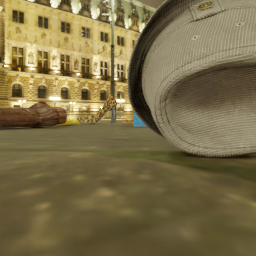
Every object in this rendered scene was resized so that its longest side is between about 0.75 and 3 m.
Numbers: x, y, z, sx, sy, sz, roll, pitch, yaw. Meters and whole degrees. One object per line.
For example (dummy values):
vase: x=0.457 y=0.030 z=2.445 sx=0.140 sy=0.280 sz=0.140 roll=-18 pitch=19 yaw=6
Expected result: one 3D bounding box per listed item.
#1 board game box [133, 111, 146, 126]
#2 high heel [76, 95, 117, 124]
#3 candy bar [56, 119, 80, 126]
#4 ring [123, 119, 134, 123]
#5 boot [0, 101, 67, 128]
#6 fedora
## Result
board game box: x=1.642 y=-0.455 z=10.617 sx=2.644 sy=0.739 sz=2.589 roll=0 pitch=2 yaw=8
high heel: x=-1.511 y=-0.906 z=13.523 sx=1.983 sy=1.413 sz=0.708 roll=0 pitch=2 yaw=-9
candy bar: x=-2.482 y=-0.228 z=11.136 sx=0.563 sy=0.250 sz=2.258 roll=4 pitch=2 yaw=7
ring: x=0.825 y=-0.399 z=16.114 sx=2.259 sy=0.217 sz=2.259 roll=1 pitch=3 yaw=0
boot: x=-3.680 y=-0.366 z=8.715 sx=2.702 sy=0.868 sz=2.518 roll=-8 pitch=6 yaw=-44
fedora: x=0.884 y=-0.357 z=2.281 sx=1.826 sy=1.615 sz=0.825 roll=-7 pitch=31 yaw=5
